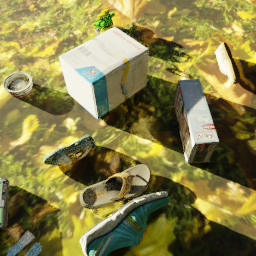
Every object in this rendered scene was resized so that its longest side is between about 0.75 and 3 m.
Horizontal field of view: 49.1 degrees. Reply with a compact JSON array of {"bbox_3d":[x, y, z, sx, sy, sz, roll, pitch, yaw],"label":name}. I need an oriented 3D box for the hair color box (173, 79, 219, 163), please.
[{"bbox_3d":[2.307,-0.279,9.912,0.829,1.353,2.733,-4,55,-3],"label":"hair color box"}]

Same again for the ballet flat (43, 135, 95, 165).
[{"bbox_3d":[-1.937,0.878,9.564,1.870,0.694,0.694,-30,60,-17],"label":"ballet flat"}]

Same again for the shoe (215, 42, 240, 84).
[{"bbox_3d":[4.293,-2.724,12.145,0.789,0.602,2.256,26,47,-38],"label":"shoe"}]

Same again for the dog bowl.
[{"bbox_3d":[-4.475,-1.755,11.513,1.174,0.433,1.174,0,54,0],"label":"dog bowl"}]

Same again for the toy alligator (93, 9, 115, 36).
[{"bbox_3d":[-1.310,-4.985,13.387,0.711,0.777,2.620,-4,39,25],"label":"toy alligator"}]

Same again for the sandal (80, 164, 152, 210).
[{"bbox_3d":[-0.361,1.809,8.875,2.460,0.671,1.005,-16,57,-11],"label":"sandal"}]

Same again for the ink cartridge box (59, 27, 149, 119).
[{"bbox_3d":[-0.828,-2.154,10.823,2.689,1.964,1.973,-36,61,-23],"label":"ink cartridge box"}]

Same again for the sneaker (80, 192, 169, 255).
[{"bbox_3d":[0.045,2.832,8.123,2.890,1.120,1.151,-32,79,-14],"label":"sneaker"}]

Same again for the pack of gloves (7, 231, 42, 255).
[{"bbox_3d":[-2.988,3.508,7.999,0.759,0.178,0.903,35,62,21],"label":"pack of gloves"}]

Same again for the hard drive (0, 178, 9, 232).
[{"bbox_3d":[-4.929,2.502,8.526,2.411,0.456,1.685,-10,56,-6],"label":"hard drive"}]
